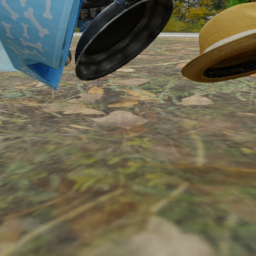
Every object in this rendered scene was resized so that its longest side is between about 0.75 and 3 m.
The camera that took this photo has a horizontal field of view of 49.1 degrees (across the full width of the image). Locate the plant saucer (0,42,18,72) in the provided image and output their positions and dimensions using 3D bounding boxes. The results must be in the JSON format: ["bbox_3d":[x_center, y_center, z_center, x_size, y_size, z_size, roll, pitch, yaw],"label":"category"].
[{"bbox_3d":[-2.429,-2.289,5.702,2.230,2.230,0.429,0,16,-1],"label":"plant saucer"}]

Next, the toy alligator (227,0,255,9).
[{"bbox_3d":[2.877,-3.425,6.975,0.954,2.879,0.692,8,-1,-15],"label":"toy alligator"}]

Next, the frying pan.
[{"bbox_3d":[-0.167,-1.222,3.257,1.593,0.429,2.634,-36,-7,7],"label":"frying pan"}]

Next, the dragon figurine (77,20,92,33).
[{"bbox_3d":[-1.833,-4.029,9.875,0.882,2.996,1.490,46,14,26],"label":"dragon figurine"}]

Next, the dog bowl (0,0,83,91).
[{"bbox_3d":[-1.058,-1.516,3.710,0.741,1.666,2.990,16,-7,-15],"label":"dog bowl"}]

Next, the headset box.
[{"bbox_3d":[-1.270,-4.232,8.161,1.594,2.142,0.827,-10,63,-3],"label":"headset box"}]

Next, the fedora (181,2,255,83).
[{"bbox_3d":[2.013,-1.538,4.966,2.277,0.928,2.277,-10,-8,-2],"label":"fedora"}]

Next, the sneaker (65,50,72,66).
[{"bbox_3d":[-2.283,-3.239,8.383,1.447,2.725,1.019,-41,3,-25],"label":"sneaker"}]
